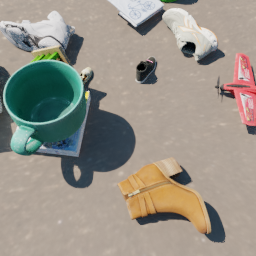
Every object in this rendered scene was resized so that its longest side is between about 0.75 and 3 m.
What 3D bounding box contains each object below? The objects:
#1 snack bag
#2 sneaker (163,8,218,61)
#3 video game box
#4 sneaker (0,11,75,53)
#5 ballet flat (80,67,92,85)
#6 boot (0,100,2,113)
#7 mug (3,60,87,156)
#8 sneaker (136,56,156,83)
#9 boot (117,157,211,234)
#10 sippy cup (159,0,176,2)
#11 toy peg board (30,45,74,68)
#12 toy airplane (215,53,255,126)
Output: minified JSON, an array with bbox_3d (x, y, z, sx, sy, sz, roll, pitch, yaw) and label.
[{"bbox_3d":[0.251,-5.061,11.337,1.864,0.199,1.757,43,67,11],"label":"snack bag"},{"bbox_3d":[2.125,-3.551,10.612,1.157,0.952,2.515,-42,70,-14],"label":"sneaker"},{"bbox_3d":[-2.427,-0.272,9.193,2.049,0.526,2.249,6,64,5],"label":"video game box"},{"bbox_3d":[-3.376,-3.693,10.637,2.690,1.011,1.546,22,65,5],"label":"sneaker"},{"bbox_3d":[-1.602,-1.814,10.047,0.379,0.350,1.124,20,65,10],"label":"ballet flat"},{"bbox_3d":[-5.117,-1.406,9.542,1.190,0.916,2.491,-16,62,-7],"label":"boot"},{"bbox_3d":[-2.451,-0.531,8.114,2.586,1.599,2.125,-35,70,-18],"label":"mug"},{"bbox_3d":[0.678,-2.262,10.109,0.453,0.636,1.282,26,65,14],"label":"sneaker"},{"bbox_3d":[0.963,2.147,7.827,1.916,0.913,2.477,-23,54,-12],"label":"boot"},{"bbox_3d":[1.683,-6.280,11.681,1.446,1.350,1.841,32,69,15],"label":"sippy cup"},{"bbox_3d":[-2.480,-1.834,9.082,1.358,1.352,0.664,2,45,36],"label":"toy peg board"},{"bbox_3d":[4.483,-1.300,9.683,2.981,0.548,2.981,0,64,0],"label":"toy airplane"}]
